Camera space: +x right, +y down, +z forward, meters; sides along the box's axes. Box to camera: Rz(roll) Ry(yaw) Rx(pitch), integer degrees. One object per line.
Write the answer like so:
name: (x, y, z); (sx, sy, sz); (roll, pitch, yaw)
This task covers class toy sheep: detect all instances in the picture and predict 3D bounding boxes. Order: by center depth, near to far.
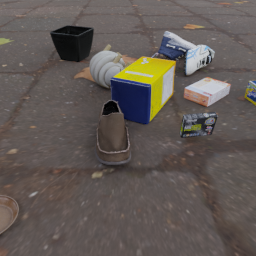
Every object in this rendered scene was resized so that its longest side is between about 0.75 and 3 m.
toy sheep: (-0.720, -2.225, 10.599); (1.483, 1.483, 2.151); (-13, 37, -20)

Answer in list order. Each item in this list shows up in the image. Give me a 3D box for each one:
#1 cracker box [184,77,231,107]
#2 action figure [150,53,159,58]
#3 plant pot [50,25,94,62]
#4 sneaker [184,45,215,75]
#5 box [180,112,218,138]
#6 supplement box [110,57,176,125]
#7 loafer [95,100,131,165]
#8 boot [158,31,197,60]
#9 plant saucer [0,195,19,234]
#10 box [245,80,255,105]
cracker box: (2.852, -1.328, 10.080); (1.483, 0.428, 0.993); (-26, 41, -36)
action figure: (1.186, -2.532, 11.949); (1.054, 0.948, 1.415); (-49, 31, 0)
plant pot: (-2.597, -4.013, 13.430); (1.529, 1.360, 1.533); (12, 34, 19)
sneaker: (3.098, -3.005, 12.250); (0.961, 0.953, 2.652); (15, 37, 25)
box: (1.807, -0.075, 7.236); (0.860, 0.689, 0.190); (-5, 47, -7)
supplement box: (0.549, -1.335, 9.266); (1.311, 1.303, 2.394); (15, 35, 23)
loafer: (-0.485, 0.035, 7.506); (0.920, 0.894, 2.519); (-6, 33, -9)
boot: (2.480, -3.718, 13.568); (2.359, 1.066, 0.858); (15, 14, -32)
plant saucer: (-2.677, 1.769, 5.450); (1.073, 0.196, 1.073); (1, 33, 0)
box: (5.244, -1.334, 9.874); (2.051, 0.659, 0.718); (-8, 34, -13)
